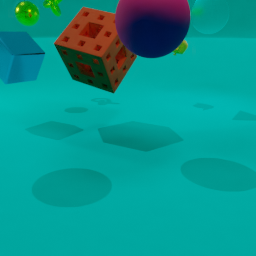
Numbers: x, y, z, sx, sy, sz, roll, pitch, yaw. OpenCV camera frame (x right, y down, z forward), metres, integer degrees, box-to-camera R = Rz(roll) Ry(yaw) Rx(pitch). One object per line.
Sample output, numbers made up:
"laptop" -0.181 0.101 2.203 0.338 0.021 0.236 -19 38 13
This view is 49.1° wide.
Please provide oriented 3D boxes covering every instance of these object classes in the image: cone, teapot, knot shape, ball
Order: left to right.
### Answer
"ball" -3.398 -3.858 9.451 0.799 0.799 0.799 0 20 0
"knot shape" -2.732 -4.910 10.400 0.592 1.198 1.281 -3 47 -32
"ball" 0.449 -1.992 5.165 1.375 1.375 1.375 0 20 0
"teapot" 1.769 -2.909 10.099 0.728 0.574 1.172 16 9 2
"cone" 2.484 -3.548 8.886 1.138 1.138 1.143 2 16 4

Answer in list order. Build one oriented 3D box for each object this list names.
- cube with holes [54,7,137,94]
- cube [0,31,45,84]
"cube with holes" -0.768 -2.028 7.354 1.385 1.385 1.385 21 66 21
"cube" -3.093 -1.951 7.740 1.003 1.003 1.003 48 38 17
